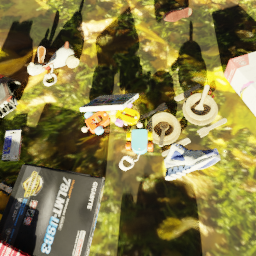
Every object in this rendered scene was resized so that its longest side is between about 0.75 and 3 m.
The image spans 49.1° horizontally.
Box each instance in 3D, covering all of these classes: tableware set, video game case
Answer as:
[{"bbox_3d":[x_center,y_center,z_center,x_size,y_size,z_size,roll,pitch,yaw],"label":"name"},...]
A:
[{"bbox_3d":[1.887,-0.387,9.699,2.715,0.544,1.795,-28,67,-6],"label":"tableware set"},{"bbox_3d":[-0.618,-0.888,9.643,1.597,0.189,1.454,-1,21,24],"label":"video game case"}]

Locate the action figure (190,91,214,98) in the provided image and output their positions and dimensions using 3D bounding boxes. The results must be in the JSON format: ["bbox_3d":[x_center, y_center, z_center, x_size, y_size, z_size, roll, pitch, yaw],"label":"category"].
[{"bbox_3d":[2.716,-1.206,10.542,1.088,0.539,0.355,-21,55,-10],"label":"action figure"}]

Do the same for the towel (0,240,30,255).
[{"bbox_3d":[-3.919,3.675,7.361,2.524,0.284,1.825,21,84,13],"label":"towel"}]

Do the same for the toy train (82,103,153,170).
[{"bbox_3d":[-0.275,0.206,9.620,1.918,0.710,2.554,-37,68,-8],"label":"toy train"}]

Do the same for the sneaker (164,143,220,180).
[{"bbox_3d":[1.440,0.666,6.888,1.421,0.574,0.821,-26,63,23],"label":"sneaker"}]

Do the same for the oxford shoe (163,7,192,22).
[{"bbox_3d":[2.273,-5.361,13.203,1.403,0.494,0.525,-13,35,-8],"label":"oxford shoe"}]

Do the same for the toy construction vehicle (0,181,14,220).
[{"bbox_3d":[-4.033,2.170,8.559,1.276,0.449,1.111,23,67,10],"label":"toy construction vehicle"}]

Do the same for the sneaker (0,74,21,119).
[{"bbox_3d":[-4.601,-0.859,10.073,1.091,1.027,2.664,9,59,-2],"label":"sneaker"}]

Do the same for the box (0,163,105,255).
[{"bbox_3d":[-2.215,2.507,8.194,2.609,0.653,2.629,9,59,6],"label":"box"}]

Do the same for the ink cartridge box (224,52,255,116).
[{"bbox_3d":[5.113,-1.533,10.479,1.636,0.948,2.810,-18,59,-11],"label":"ink cartridge box"}]

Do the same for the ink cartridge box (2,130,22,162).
[{"bbox_3d":[-3.963,0.600,9.610,0.535,0.209,1.129,-5,61,-2],"label":"ink cartridge box"}]

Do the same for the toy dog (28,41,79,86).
[{"bbox_3d":[-2.968,-2.818,11.223,1.398,1.021,2.120,36,65,20],"label":"toy dog"}]
